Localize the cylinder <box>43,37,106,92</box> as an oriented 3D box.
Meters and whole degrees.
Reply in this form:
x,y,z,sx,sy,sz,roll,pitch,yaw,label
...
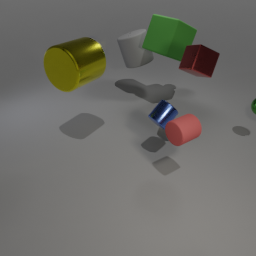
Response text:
x,y,z,sx,sy,sz,roll,pitch,yaw,label
-1.629,-1.993,8.715,1.400,1.400,1.400,18,34,27,cylinder

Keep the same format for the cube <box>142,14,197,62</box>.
x,y,z,sx,sy,sz,roll,pitch,yaw,label
1.700,-3.676,11.538,1.400,1.400,1.400,3,22,-46,cube

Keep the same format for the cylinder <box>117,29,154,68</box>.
x,y,z,sx,sy,sz,roll,pitch,yaw,label
0.359,-3.706,13.095,1.400,1.400,1.400,-16,26,8,cylinder

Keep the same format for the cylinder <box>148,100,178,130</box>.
x,y,z,sx,sy,sz,roll,pitch,yaw,label
1.115,-0.423,8.891,0.700,0.700,0.700,-50,45,-1,cylinder

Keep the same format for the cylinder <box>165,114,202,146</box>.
x,y,z,sx,sy,sz,roll,pitch,yaw,label
1.477,0.046,7.501,0.700,0.700,0.700,-22,37,-29,cylinder

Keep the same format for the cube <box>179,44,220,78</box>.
x,y,z,sx,sy,sz,roll,pitch,yaw,label
1.971,-1.858,7.808,0.700,0.700,0.700,16,6,-24,cube

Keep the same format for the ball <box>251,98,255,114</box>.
x,y,z,sx,sy,sz,roll,pitch,yaw,label
4.735,-0.771,9.918,0.700,0.700,0.700,0,31,0,ball
